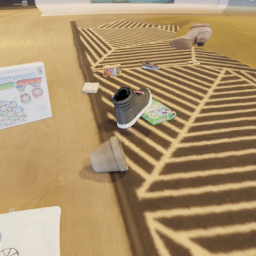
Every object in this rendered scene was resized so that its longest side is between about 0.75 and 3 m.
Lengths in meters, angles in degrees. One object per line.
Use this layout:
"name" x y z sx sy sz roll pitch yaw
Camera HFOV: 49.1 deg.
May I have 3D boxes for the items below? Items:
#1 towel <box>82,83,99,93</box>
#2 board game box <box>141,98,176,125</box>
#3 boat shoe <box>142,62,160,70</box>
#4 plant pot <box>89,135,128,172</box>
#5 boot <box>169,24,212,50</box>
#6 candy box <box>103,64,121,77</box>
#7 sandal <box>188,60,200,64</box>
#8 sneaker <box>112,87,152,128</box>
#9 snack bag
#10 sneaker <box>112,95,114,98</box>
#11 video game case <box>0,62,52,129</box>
"towel" -1.955 -2.125 14.689 0.768 0.200 1.158 1 31 0
"board game box" 1.074 -0.774 12.349 1.222 0.264 1.817 -18 35 -26
"boat shoe" 1.425 -3.918 17.491 1.139 0.412 0.411 9 32 15
"plant pot" -0.640 0.909 8.859 1.003 1.156 1.156 -17 31 2
"boot" 2.316 -3.378 10.222 1.435 0.504 1.049 7 57 19
"candy box" -0.913 -3.348 16.351 1.030 0.601 0.291 -13 33 -19
"sandal" 4.357 -4.399 18.450 0.798 0.262 0.293 12 33 19
"sneaker" 0.236 -1.307 11.754 0.961 1.348 2.718 7 40 27
"snack bag" -2.860 2.901 6.137 2.893 0.310 2.728 -7 32 -10
"sneaker" -0.318 -1.520 13.455 0.948 0.423 0.372 3 31 6
"video game case" -4.459 -1.217 11.003 2.639 2.402 0.313 -17 34 -26
